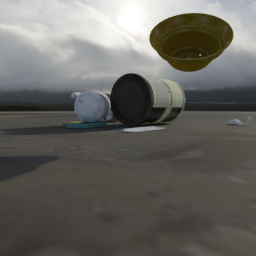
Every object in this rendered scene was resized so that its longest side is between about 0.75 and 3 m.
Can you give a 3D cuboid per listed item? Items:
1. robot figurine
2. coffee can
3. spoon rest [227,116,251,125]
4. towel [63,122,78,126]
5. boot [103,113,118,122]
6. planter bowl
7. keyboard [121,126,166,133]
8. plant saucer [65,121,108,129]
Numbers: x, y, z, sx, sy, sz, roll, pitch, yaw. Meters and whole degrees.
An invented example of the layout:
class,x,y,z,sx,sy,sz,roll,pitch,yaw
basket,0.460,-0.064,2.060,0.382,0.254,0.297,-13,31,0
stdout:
class,x,y,z,sx,sy,sz,roll,pitch,yaw
robot figurine,-1.460,-0.913,11.706,1.928,1.284,2.274,30,9,3
coffee can,0.939,-1.225,12.356,2.109,2.109,2.882,3,5,38
spoon rest,4.797,-0.247,12.130,0.557,0.340,1.121,-1,-9,-32
towel,-2.225,-0.173,12.078,0.607,0.127,1.409,6,5,13
boot,-0.662,-0.557,14.943,1.269,0.446,0.928,3,4,32
planter bowl,1.562,-2.014,7.078,2.006,2.006,0.835,1,-40,12
keyboard,0.545,0.054,9.297,0.524,0.099,1.861,10,10,38
plant saucer,-1.563,-0.132,10.928,0.741,0.201,2.121,2,4,21
